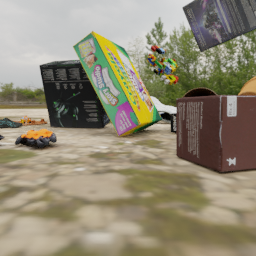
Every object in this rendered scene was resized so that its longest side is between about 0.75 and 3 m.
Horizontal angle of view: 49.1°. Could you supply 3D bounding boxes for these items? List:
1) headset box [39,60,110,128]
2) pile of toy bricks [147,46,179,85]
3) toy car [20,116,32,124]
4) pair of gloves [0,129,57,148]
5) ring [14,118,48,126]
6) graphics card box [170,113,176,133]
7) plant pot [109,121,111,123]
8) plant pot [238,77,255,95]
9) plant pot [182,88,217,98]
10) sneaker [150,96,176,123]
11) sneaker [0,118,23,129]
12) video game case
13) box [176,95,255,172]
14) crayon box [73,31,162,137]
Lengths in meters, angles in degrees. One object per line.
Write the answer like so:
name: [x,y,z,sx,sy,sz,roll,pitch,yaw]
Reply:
headset box: [-1.811,-1.183,10.275,2.179,2.503,1.161,0,20,17]
pile of toy bricks: [1.923,-3.197,13.842,1.085,1.220,2.198,-11,50,-27]
toy car: [-4.435,-0.345,12.219,0.521,0.353,1.062,-2,5,-23]
pair of gloves: [-2.537,0.268,5.951,1.978,0.245,1.762,-5,8,-18]
ring: [-4.740,-0.281,12.276,2.345,0.225,2.345,0,4,0]
graphics card box: [2.683,-0.152,8.080,2.538,0.645,1.592,7,11,44]
plant pot: [-1.837,-1.334,12.750,2.497,2.716,2.716,13,9,18]
plant pot: [4.980,-0.888,10.586,1.421,2.030,2.030,-25,19,-36]
plant pot: [2.690,-0.609,10.143,1.440,1.440,1.541,2,-2,21]
sneaker: [1.261,-0.821,12.632,2.341,0.872,1.020,19,20,18]
sneaker: [-4.347,-0.181,10.219,0.968,0.384,0.365,-1,3,-30]
video game case: [2.497,-2.988,7.352,1.937,1.384,0.184,-14,17,47]
box: [1.434,0.023,4.220,0.994,1.004,1.211,-2,5,-19]
crayon box: [-0.184,-1.269,8.531,0.829,2.844,2.454,-29,-5,18]
